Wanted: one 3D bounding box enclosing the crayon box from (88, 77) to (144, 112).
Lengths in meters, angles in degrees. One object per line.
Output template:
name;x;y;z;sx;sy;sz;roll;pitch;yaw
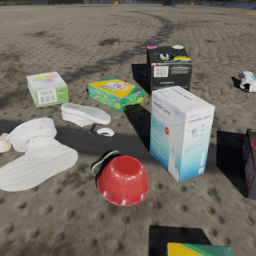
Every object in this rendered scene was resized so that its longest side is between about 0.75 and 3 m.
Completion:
crayon box;-0.601;-1.679;13.528;1.466;0.719;2.468;-27;40;-38

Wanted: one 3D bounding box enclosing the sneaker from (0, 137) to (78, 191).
sneaker;-3.079;1.037;8.832;1.494;0.952;2.585;25;29;39

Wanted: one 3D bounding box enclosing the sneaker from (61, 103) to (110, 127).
sneaker;-1.719;-0.440;11.418;2.107;0.746;0.769;17;34;12

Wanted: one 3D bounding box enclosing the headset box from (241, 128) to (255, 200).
headset box;4.612;1.208;8.304;2.038;1.058;2.738;8;30;14

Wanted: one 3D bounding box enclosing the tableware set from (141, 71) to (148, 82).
tableware set;1.792;-3.030;16.319;2.021;0.234;1.688;-11;32;-18

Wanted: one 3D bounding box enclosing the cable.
cable;-3.227;0.236;9.584;1.551;1.551;0.537;-7;64;-50

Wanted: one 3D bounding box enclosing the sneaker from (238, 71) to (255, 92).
sneaker;6.291;-2.458;14.910;0.871;0.754;2.011;-9;31;-5

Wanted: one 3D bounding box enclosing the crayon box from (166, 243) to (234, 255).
crayon box;1.410;3.298;5.107;1.369;0.672;2.306;2;31;4

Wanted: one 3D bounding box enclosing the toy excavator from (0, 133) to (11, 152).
toy excavator;-5.643;0.593;9.392;2.449;1.258;2.519;11;23;16

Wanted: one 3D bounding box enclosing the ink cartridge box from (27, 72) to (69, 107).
ink cartridge box;-4.165;-2.143;14.171;1.549;0.885;2.984;-13;33;-21

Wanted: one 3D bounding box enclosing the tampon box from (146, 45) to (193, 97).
tampon box;2.067;-3.044;14.635;2.049;1.726;2.733;-2;36;-1

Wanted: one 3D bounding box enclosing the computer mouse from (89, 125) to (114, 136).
computer mouse;-1.015;0.086;11.023;0.996;0.219;0.546;9;27;15

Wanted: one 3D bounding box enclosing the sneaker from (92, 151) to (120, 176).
sneaker;-0.541;1.219;8.988;0.608;0.428;1.144;29;50;32

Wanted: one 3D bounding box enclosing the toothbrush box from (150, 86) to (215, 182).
toothbrush box;1.579;0.148;8.754;1.032;2.420;1.772;-14;34;-23

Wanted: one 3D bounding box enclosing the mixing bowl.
mixing bowl;-0.081;1.353;8.013;1.532;0.830;1.532;7;40;-5
